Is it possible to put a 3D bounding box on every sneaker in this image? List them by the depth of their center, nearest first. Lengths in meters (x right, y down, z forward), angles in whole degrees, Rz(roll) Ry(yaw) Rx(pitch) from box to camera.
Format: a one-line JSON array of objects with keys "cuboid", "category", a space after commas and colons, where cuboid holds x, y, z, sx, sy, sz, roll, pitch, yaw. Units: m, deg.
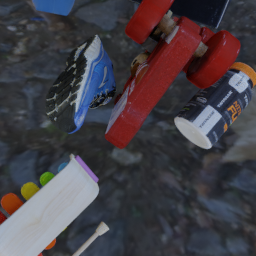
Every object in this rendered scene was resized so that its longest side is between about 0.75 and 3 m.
[{"cuboid": [-0.518, -0.594, 4.044, 0.752, 0.854, 1.915, -25, 33, 30], "category": "sneaker"}]

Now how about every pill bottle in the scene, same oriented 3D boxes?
[{"cuboid": [1.471, -0.412, 4.547, 0.753, 0.753, 1.417, 40, 80, 18], "category": "pill bottle"}]

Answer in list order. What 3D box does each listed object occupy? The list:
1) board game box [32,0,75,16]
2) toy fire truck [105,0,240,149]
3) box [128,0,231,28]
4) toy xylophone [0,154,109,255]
[{"cuboid": [-1.642, -3.066, 5.928, 0.286, 1.163, 1.471, 19, 22, 21], "category": "board game box"}, {"cuboid": [0.334, -0.877, 4.121, 1.282, 2.286, 1.920, 34, 108, -12], "category": "toy fire truck"}, {"cuboid": [1.054, -3.631, 6.024, 2.870, 1.769, 2.847, 23, 37, 10], "category": "box"}, {"cuboid": [-1.181, 1.405, 4.291, 1.950, 0.490, 1.428, -34, 103, -22], "category": "toy xylophone"}]
